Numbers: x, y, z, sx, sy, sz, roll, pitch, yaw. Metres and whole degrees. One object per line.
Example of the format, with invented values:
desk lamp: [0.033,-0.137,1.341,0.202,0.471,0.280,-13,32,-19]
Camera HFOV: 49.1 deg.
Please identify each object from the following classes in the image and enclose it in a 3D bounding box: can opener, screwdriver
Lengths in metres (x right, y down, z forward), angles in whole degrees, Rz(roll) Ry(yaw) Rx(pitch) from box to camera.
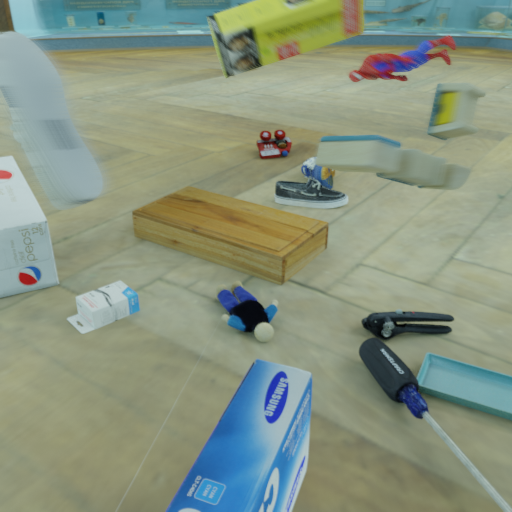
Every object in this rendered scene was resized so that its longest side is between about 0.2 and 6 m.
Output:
can opener: [2.093,0.899,7.647,1.259,0.399,0.495,-2,27,-2]
screwdriver: [1.867,1.807,5.844,0.449,0.430,3.085,21,17,-23]

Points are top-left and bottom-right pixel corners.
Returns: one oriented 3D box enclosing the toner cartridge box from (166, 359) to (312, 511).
toner cartridge box: [-0.218,2.149,4.328,0.588,1.293,2.723,11,30,17]

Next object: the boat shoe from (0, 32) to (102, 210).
boat shoe: [-2.857,-1.685,7.317,0.809,2.317,0.821,-19,12,35]

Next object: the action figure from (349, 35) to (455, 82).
action figure: [2.798,-3.728,10.881,2.045,0.669,0.529,-13,71,1]

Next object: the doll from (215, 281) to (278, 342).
doll: [-0.100,0.779,7.959,0.892,0.317,1.308,-12,30,-21]

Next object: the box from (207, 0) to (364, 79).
box: [0.545,-4.122,10.011,2.676,1.007,0.671,-18,59,0]

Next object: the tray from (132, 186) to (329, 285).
tray: [-0.496,-0.492,10.094,3.217,0.596,1.586,17,32,30]

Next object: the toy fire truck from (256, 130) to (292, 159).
toy fire truck: [0.489,-2.863,14.762,0.952,0.534,0.799,-7,53,-12]

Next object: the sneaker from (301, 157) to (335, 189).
sneaker: [1.386,-1.889,12.820,0.748,0.639,1.698,-2,18,13]

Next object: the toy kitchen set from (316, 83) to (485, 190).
toy kitchen set: [1.862,-1.666,7.178,1.760,1.410,1.037,8,4,-33]

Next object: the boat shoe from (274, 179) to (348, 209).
boat shoe: [1.158,-1.350,11.764,1.547,0.524,0.555,6,28,11]

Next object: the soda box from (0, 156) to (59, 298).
soda box: [-4.500,-0.643,9.747,1.242,1.161,3.646,-14,31,-25]

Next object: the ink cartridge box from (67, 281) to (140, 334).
ink cartridge box: [-2.217,0.727,8.066,0.916,0.311,0.531,-23,35,-36]

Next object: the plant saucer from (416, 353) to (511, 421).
plant saucer: [2.888,1.636,6.497,1.965,0.186,0.687,13,31,24]
